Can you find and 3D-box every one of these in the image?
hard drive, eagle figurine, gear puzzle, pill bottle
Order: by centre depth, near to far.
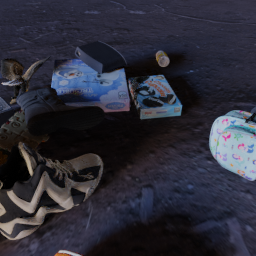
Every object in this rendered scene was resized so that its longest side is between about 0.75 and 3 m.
[{"bbox_3d":[-3.331,0.393,8.597,1.464,0.370,2.826,22,40,3],"label":"gear puzzle"},{"bbox_3d":[-4.078,-2.023,11.001,1.688,2.225,1.679,15,-22,-38],"label":"eagle figurine"},{"bbox_3d":[-1.158,-3.001,11.617,1.417,0.445,2.101,-26,47,-27],"label":"hard drive"},{"bbox_3d":[1.713,-3.489,13.998,0.555,0.555,0.971,-3,35,-4],"label":"pill bottle"}]

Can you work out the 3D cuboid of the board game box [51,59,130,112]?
[{"bbox_3d":[-1.504,-1.751,11.066,2.885,0.626,2.871,-4,46,-6],"label":"board game box"}]

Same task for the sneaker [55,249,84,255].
[{"bbox_3d":[-0.520,2.938,4.642,2.499,0.912,0.964,24,52,35],"label":"sneaker"}]

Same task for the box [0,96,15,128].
[{"bbox_3d":[-4.586,-0.417,9.493,1.161,0.716,1.152,-26,43,-31],"label":"box"}]

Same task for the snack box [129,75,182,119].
[{"bbox_3d":[0.977,-1.281,10.919,1.505,0.481,2.591,-6,36,-8],"label":"snack box"}]

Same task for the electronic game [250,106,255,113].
[{"bbox_3d":[5.275,-0.047,9.108,2.574,0.536,2.574,3,38,-2],"label":"electronic game"}]

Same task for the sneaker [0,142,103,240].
[{"bbox_3d":[-1.779,0.968,6.492,2.953,1.922,1.179,-27,44,-33],"label":"sneaker"}]

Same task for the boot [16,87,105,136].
[{"bbox_3d":[-2.209,-0.758,9.334,2.638,0.921,1.737,-7,46,-29],"label":"boot"}]

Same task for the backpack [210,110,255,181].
[{"bbox_3d":[3.113,0.413,7.573,1.376,1.622,1.827,-21,36,-35],"label":"backpack"}]
